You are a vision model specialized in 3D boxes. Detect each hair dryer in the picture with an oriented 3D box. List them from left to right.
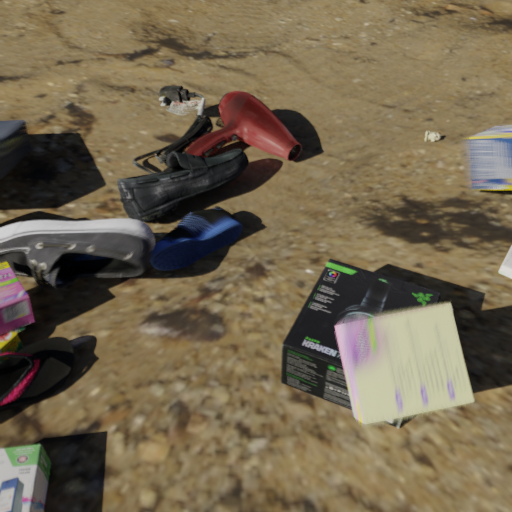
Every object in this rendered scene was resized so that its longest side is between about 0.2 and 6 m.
[{"bbox_3d":[-0.757,-2.633,12.730,3.624,0.985,2.760,4,61,9],"label":"hair dryer"}]

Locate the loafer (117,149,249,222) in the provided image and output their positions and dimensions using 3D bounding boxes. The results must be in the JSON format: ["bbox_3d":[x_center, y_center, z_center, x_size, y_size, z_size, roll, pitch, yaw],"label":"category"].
[{"bbox_3d":[-1.387,-1.626,11.146,2.878,1.010,0.977,-29,22,-28],"label":"loafer"}]

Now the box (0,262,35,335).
[{"bbox_3d":[-4.097,0.702,8.623,0.954,0.524,1.084,-21,42,-30],"label":"box"}]

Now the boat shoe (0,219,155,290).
[{"bbox_3d":[-3.139,0.089,9.161,2.948,1.031,0.977,-3,52,0],"label":"boat shoe"}]

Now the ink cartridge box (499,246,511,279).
[{"bbox_3d":[4.850,0.219,9.884,0.903,0.226,0.727,28,49,21],"label":"ink cartridge box"}]

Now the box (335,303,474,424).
[{"bbox_3d":[1.744,1.278,6.746,1.324,0.640,1.165,-11,82,-3],"label":"box"}]

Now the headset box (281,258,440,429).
[{"bbox_3d":[1.576,1.157,8.273,1.796,0.957,2.062,18,45,19],"label":"headset box"}]

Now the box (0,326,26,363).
[{"bbox_3d":[-4.240,1.477,8.380,0.875,0.361,1.491,20,48,21],"label":"box"}]

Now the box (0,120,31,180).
[{"bbox_3d":[-6.268,-1.989,11.345,2.425,0.785,3.076,-2,29,-2],"label":"box"}]

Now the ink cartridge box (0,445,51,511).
[{"bbox_3d":[-3.018,2.955,6.607,0.908,0.547,1.250,-4,44,-5],"label":"ink cartridge box"}]

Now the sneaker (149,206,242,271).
[{"bbox_3d":[-1.213,-0.363,10.179,1.941,0.681,0.756,-23,50,-34],"label":"sneaker"}]

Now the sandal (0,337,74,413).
[{"bbox_3d":[-3.517,1.749,7.738,2.241,0.505,0.842,-26,60,-37],"label":"sandal"}]

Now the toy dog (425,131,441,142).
[{"bbox_3d":[4.170,-2.809,13.200,0.352,0.246,0.342,8,22,7],"label":"toy dog"}]

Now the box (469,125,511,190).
[{"bbox_3d":[5.912,-1.884,10.370,1.236,1.134,3.527,-26,23,-37],"label":"box"}]
